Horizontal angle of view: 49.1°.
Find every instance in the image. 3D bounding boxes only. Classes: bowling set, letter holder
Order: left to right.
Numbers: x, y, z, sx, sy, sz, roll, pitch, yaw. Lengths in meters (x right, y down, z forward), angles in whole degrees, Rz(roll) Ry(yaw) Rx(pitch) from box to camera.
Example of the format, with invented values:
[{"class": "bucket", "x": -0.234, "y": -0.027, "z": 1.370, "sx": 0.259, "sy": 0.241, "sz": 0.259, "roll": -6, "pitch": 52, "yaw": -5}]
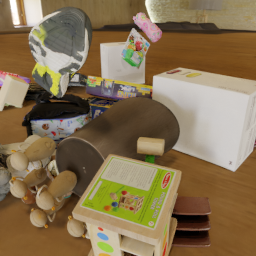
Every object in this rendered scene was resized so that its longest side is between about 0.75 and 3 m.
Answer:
[{"class": "bowling set", "x": -1.861, "y": 1.510, "z": 5.966, "sx": 1.583, "sy": 2.274, "sz": 1.221, "roll": -36, "pitch": 2, "yaw": 24}, {"class": "letter holder", "x": 1.061, "y": 1.886, "z": 5.706, "sx": 1.202, "sy": 0.605, "sz": 0.854, "roll": 2, "pitch": 26, "yaw": 5}]

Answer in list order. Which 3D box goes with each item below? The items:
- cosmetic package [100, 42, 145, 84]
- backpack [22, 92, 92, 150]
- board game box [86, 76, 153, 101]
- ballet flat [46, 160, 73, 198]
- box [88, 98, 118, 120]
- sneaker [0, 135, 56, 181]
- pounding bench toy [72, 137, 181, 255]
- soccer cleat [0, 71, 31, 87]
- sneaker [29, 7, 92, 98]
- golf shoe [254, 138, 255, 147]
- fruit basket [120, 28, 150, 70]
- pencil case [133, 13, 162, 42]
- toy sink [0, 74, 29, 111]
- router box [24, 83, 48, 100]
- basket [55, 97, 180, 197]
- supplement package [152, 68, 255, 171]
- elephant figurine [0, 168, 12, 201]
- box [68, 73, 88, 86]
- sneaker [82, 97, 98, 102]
[{"class": "cosmetic package", "x": -0.279, "y": -3.592, "z": 15.690, "sx": 2.205, "sy": 2.212, "sz": 1.360, "roll": -10, "pitch": 25, "yaw": -21}, {"class": "backpack", "x": -2.126, "y": -0.179, "z": 9.039, "sx": 1.972, "sy": 1.595, "sz": 2.070, "roll": -8, "pitch": 28, "yaw": 1}, {"class": "board game box", "x": -0.266, "y": -1.426, "z": 11.068, "sx": 2.504, "sy": 0.710, "sz": 2.070, "roll": 9, "pitch": 5, "yaw": 0}, {"class": "ballet flat", "x": -1.797, "y": 1.154, "z": 7.339, "sx": 0.567, "sy": 0.560, "sz": 1.665, "roll": -13, "pitch": 27, "yaw": -26}, {"class": "box", "x": -0.350, "y": -0.535, "z": 10.722, "sx": 2.532, "sy": 0.814, "sz": 0.887, "roll": 9, "pitch": 26, "yaw": 21}, {"class": "sneaker", "x": -3.226, "y": 0.801, "z": 7.771, "sx": 2.484, "sy": 0.933, "sz": 1.427, "roll": 3, "pitch": 17, "yaw": 15}, {"class": "pounding bench toy", "x": 0.229, "y": 1.395, "z": 5.134, "sx": 1.328, "sy": 1.668, "sz": 2.138, "roll": 11, "pitch": 40, "yaw": 19}, {"class": "soccer cleat", "x": -6.674, "y": -2.689, "z": 15.172, "sx": 2.662, "sy": 1.018, "sz": 0.888, "roll": -1, "pitch": 25, "yaw": -1}, {"class": "sneaker", "x": -1.280, "y": -1.629, "z": 5.604, "sx": 1.161, "sy": 1.022, "sz": 2.744, "roll": -62, "pitch": 15, "yaw": -24}, {"class": "golf shoe", "x": 4.505, "y": 0.290, "z": 8.998, "sx": 1.144, "sy": 0.902, "sz": 2.485, "roll": 1, "pitch": 28, "yaw": -30}, {"class": "fruit basket", "x": 0.363, "y": -3.376, "z": 12.065, "sx": 1.231, "sy": 1.329, "sz": 0.623, "roll": 32, "pitch": -5, "yaw": -41}, {"class": "pencil case", "x": 0.887, "y": -4.613, "z": 12.787, "sx": 0.665, "sy": 0.665, "sz": 1.521, "roll": -22, "pitch": 65, "yaw": -39}, {"class": "toy sink", "x": -5.145, "y": -1.464, "z": 12.496, "sx": 0.851, "sy": 1.520, "sz": 0.991, "roll": 19, "pitch": 9, "yaw": -40}, {"class": "router box", "x": -4.667, "y": -1.818, "z": 13.873, "sx": 1.951, "sy": 0.498, "sz": 1.455, "roll": 4, "pitch": 23, "yaw": 7}, {"class": "basket", "x": -0.346, "y": 0.448, "z": 7.163, "sx": 2.479, "sy": 1.870, "sz": 2.749, "roll": 2, "pitch": 21, "yaw": 33}, {"class": "supplement package", "x": 2.357, "y": -0.433, "z": 8.699, "sx": 2.934, "sy": 2.285, "sz": 1.627, "roll": 19, "pitch": 31, "yaw": 35}, {"class": "elephant figurine", "x": -3.680, "y": 0.758, "z": 6.565, "sx": 1.656, "sy": 1.510, "sz": 2.135, "roll": -8, "pitch": 52, "yaw": -51}, {"class": "box", "x": -3.357, "y": -2.573, "z": 14.816, "sx": 2.276, "sy": 0.581, "sz": 1.795, "roll": 4, "pitch": 4, "yaw": 8}, {"class": "sneaker", "x": -1.637, "y": -0.973, "z": 11.823, "sx": 1.983, "sy": 0.659, "sz": 0.897, "roll": -5, "pitch": 16, "yaw": -36}]
